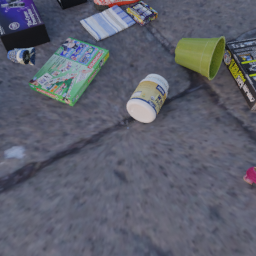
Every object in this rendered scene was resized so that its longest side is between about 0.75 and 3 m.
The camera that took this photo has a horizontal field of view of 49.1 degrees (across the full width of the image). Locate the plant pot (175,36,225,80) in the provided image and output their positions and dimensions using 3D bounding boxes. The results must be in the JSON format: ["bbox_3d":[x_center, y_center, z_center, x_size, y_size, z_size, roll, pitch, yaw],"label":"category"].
[{"bbox_3d":[2.047,-2.145,8.206,1.176,1.238,1.238,21,60,28],"label":"plant pot"}]

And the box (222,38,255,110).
[{"bbox_3d":[4.447,-1.756,8.177,2.706,0.599,2.168,-12,59,-7],"label":"box"}]

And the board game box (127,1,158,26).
[{"bbox_3d":[0.488,-4.011,9.796,0.710,0.244,0.859,-35,64,-18],"label":"board game box"}]

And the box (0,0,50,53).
[{"bbox_3d":[-3.604,-3.515,9.181,1.422,0.794,2.014,-24,61,-11],"label":"box"}]

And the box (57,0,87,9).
[{"bbox_3d":[-2.245,-5.092,10.281,1.000,0.559,1.417,-25,61,-11],"label":"box"}]

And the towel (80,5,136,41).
[{"bbox_3d":[-0.692,-3.622,9.587,1.580,0.188,1.161,-31,64,-18],"label":"towel"}]

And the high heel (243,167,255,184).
[{"bbox_3d":[3.259,1.233,6.333,1.172,0.562,0.395,28,62,16],"label":"high heel"}]

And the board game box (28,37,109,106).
[{"bbox_3d":[-1.702,-1.751,8.340,1.449,0.314,2.154,23,61,13],"label":"board game box"}]

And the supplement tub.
[{"bbox_3d":[0.550,-0.803,7.449,0.822,0.822,1.139,23,61,14],"label":"supplement tub"}]

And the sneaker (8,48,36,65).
[{"bbox_3d":[-2.791,-1.924,7.385,0.523,1.229,0.473,6,101,-3],"label":"sneaker"}]

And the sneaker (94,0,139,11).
[{"bbox_3d":[-0.192,-5.071,9.872,2.280,1.222,0.761,-26,62,-15],"label":"sneaker"}]
